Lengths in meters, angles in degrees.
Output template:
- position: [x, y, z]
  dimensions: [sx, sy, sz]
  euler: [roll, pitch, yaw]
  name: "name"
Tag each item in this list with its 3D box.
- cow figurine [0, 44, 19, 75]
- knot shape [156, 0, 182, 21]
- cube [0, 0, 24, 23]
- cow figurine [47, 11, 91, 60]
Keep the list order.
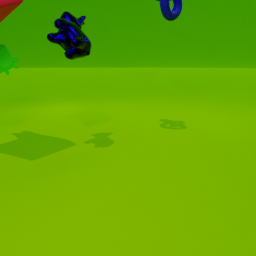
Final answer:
- position: [-2.952, -1.526, 6.107]
  dimensions: [0.631, 1.132, 1.150]
  euler: [-49, 11, -28]
  name: "cow figurine"
- position: [0.884, -3.195, 6.560]
  dimensions: [0.672, 1.362, 1.455]
  euler: [-30, 36, 10]
  name: "knot shape"
- position: [-2.764, -2.289, 4.525]
  dimensions: [1.248, 1.248, 1.248]
  euler: [-11, 22, 42]
  name: "cube"
- position: [-1.066, -1.840, 5.582]
  dimensions: [1.122, 0.616, 1.104]
  euler: [47, 30, 10]
  name: "cow figurine"
